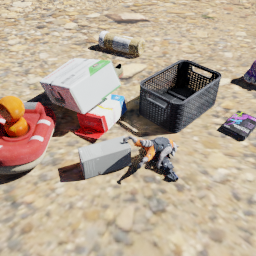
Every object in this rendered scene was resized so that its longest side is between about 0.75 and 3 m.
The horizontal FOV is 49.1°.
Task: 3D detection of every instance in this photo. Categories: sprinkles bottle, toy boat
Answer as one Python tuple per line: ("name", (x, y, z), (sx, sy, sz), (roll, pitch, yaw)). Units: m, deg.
("sprinkles bottle", (-0.297, -3.818, 12.649), (2.109, 0.720, 0.720), (20, 44, 21))
("toy boat", (-3.016, -0.073, 7.497), (1.703, 1.706, 2.610), (0, 40, 2))

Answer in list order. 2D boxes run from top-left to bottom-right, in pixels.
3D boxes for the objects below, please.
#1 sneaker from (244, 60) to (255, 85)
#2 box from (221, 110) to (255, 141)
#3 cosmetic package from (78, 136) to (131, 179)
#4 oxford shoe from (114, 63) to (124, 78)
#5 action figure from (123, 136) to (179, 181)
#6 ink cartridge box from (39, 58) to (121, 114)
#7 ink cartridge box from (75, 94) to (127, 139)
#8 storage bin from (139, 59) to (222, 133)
("sneaker", (5.426, -1.917, 10.233), (2.211, 0.978, 0.889), (28, 47, 27))
("box", (3.519, -0.102, 8.707), (0.780, 0.197, 1.091), (31, 51, 31))
("cosmetic package", (-0.593, 0.756, 7.326), (1.314, 0.702, 0.593), (-15, 41, -14))
("oxford shoe", (-0.603, -2.032, 10.713), (0.479, 0.509, 1.361), (15, 43, 17))
("action figure", (0.800, 0.645, 7.286), (1.492, 0.807, 1.543), (-6, 41, -39))
("ink cartridge box", (-1.559, -1.424, 8.891), (1.607, 0.925, 2.202), (-41, 35, -23))
("ink cartridge box", (-0.872, -0.419, 8.700), (0.965, 0.559, 1.662), (12, 41, 28))
("storage bin", (1.689, -1.117, 9.168), (2.465, 1.156, 1.667), (-34, 51, -32))
